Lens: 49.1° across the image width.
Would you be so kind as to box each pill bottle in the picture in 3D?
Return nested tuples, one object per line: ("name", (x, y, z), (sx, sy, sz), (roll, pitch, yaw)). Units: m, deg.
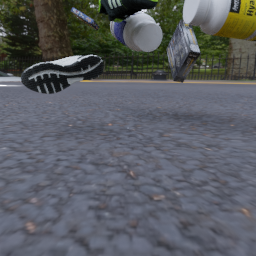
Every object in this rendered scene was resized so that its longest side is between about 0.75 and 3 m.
("pill bottle", (0.297, -3.473, 10.014), (1.281, 1.281, 2.141), (-5, 32, -23))
("pill bottle", (2.633, -3.010, 7.299), (2.219, 1.235, 1.235), (3, 11, -14))

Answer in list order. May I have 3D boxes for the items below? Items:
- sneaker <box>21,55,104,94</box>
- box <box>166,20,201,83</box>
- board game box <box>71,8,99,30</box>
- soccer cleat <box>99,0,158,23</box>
("sneaker", (-1.802, -1.486, 7.649), (2.224, 0.820, 0.890), (-17, 24, -28))
("box", (1.860, -2.634, 9.645), (0.409, 1.340, 1.691), (6, 53, -14))
("board game box", (-1.744, -4.441, 11.430), (1.070, 0.185, 0.725), (35, 6, 11))
("soccer cleat", (-0.063, -3.775, 8.600), (0.963, 1.156, 2.852), (-1, 27, -33))
